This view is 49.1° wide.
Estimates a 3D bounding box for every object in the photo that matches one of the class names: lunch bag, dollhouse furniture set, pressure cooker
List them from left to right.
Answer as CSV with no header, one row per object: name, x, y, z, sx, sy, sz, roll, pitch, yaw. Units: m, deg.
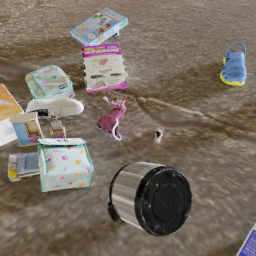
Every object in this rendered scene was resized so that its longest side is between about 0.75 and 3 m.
dollhouse furniture set,-2.835,0.568,8.635,1.741,1.204,1.844,-8,46,-8
lunch bag,-3.182,-1.688,11.291,1.591,0.765,1.984,-24,49,-23
lunch bag,-1.911,0.903,8.298,1.427,1.022,1.675,-1,45,-23
pressure cooker,0.456,1.657,7.017,1.647,1.872,1.672,16,80,-30

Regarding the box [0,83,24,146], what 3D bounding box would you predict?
box,-4.545,-0.492,9.876,1.283,1.005,2.062,-29,51,-26

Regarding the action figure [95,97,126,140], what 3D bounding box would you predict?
action figure,-0.450,-0.451,9.529,1.053,0.947,1.414,27,79,44

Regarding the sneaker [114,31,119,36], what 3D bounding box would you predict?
sneaker,-1.011,-5.248,15.244,0.652,0.432,1.145,-30,50,-21

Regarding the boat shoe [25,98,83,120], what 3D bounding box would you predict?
boat shoe,-2.720,-0.642,10.221,2.134,0.768,0.731,6,47,6

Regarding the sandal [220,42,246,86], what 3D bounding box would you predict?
sandal,4.665,-2.853,12.250,1.043,1.142,2.624,8,46,6

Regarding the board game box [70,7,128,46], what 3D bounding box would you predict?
board game box,-1.541,-5.335,14.832,2.513,0.460,1.901,-38,54,-14

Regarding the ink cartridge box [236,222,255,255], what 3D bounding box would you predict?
ink cartridge box,3.065,3.150,6.598,0.924,0.362,1.950,31,54,29

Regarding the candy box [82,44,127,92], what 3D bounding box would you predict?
candy box,-1.083,-2.710,12.323,1.756,0.786,2.575,-6,44,-6

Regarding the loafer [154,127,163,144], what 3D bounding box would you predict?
loafer,1.058,0.211,9.707,0.273,0.238,0.758,7,45,7
